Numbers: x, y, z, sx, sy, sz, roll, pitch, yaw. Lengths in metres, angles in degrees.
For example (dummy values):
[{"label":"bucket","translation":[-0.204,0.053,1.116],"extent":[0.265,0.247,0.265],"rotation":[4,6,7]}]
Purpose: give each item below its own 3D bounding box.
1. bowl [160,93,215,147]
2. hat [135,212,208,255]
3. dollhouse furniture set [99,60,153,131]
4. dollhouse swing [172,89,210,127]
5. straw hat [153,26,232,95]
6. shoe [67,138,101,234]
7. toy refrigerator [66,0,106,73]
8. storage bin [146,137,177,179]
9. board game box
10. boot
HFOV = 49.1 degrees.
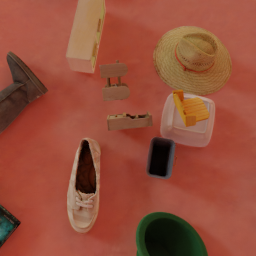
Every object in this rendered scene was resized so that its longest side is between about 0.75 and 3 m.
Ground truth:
[{"label":"bowl","translation":[2.067,-0.350,9.472],"extent":[1.787,0.668,1.789],"rotation":[12,77,4]},{"label":"hat","translation":[0.692,4.067,8.453],"extent":[2.643,2.327,2.189],"rotation":[17,36,-16]},{"label":"dollhouse furniture set","translation":[-0.036,-1.113,9.094],"extent":[1.433,1.890,2.157],"rotation":[-6,102,0]},{"label":"dollhouse swing","translation":[1.822,-0.639,7.891],"extent":[0.816,0.844,0.928],"rotation":[-20,60,3]},{"label":"straw hat","translation":[2.402,-2.680,9.777],"extent":[2.968,1.256,2.968],"rotation":[0,76,0]},{"label":"shoe","translation":[-1.404,1.752,8.830],"extent":[1.049,0.801,2.999],"rotation":[2,75,1]},{"label":"toy refrigerator","translation":[-1.424,-3.445,10.091],"extent":[0.945,1.025,2.701],"rotation":[9,75,2]},{"label":"storage bin","translation":[1.068,1.021,9.002],"extent":[0.923,0.852,1.269],"rotation":[10,76,2]},{"label":"board game box","translation":[-4.860,2.874,8.772],"extent":[2.487,0.350,1.682],"rotation":[36,78,9]},{"label":"boot","translation":[-4.289,-1.212,9.687],"extent":[2.423,0.879,2.203],"rotation":[-41,77,-3]}]
